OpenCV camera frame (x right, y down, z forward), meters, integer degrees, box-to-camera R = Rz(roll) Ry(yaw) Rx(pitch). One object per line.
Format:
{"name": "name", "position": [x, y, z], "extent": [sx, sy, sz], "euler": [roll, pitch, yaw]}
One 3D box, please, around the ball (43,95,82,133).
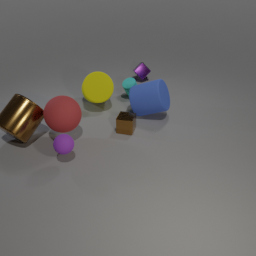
{"name": "ball", "position": [-2.453, -0.520, 10.536], "extent": [1.400, 1.400, 1.400], "euler": [0, 31, 0]}

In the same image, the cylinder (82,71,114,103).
{"name": "cylinder", "position": [-1.454, -1.872, 13.158], "extent": [1.400, 1.400, 1.400], "euler": [-7, 6, -11]}

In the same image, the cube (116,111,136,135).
{"name": "cube", "position": [-0.070, -0.202, 11.595], "extent": [0.700, 0.700, 0.700], "euler": [8, 32, 12]}

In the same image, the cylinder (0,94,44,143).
{"name": "cylinder", "position": [-4.104, -0.352, 10.689], "extent": [1.400, 1.400, 1.400], "euler": [21, 71, 30]}

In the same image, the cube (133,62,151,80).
{"name": "cube", "position": [0.797, -3.312, 16.204], "extent": [0.700, 0.700, 0.700], "euler": [-45, 15, 7]}

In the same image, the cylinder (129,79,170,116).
{"name": "cylinder", "position": [0.972, -1.325, 12.377], "extent": [1.400, 1.400, 1.400], "euler": [-11, 25, 27]}

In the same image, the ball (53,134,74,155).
{"name": "ball", "position": [-2.184, 0.551, 9.519], "extent": [0.700, 0.700, 0.700], "euler": [0, 31, 0]}

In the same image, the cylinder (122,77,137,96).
{"name": "cylinder", "position": [0.148, -2.060, 14.112], "extent": [0.700, 0.700, 0.700], "euler": [-12, 55, 17]}
